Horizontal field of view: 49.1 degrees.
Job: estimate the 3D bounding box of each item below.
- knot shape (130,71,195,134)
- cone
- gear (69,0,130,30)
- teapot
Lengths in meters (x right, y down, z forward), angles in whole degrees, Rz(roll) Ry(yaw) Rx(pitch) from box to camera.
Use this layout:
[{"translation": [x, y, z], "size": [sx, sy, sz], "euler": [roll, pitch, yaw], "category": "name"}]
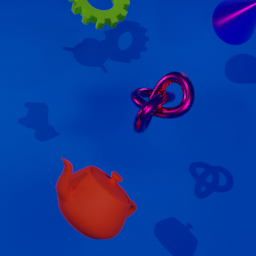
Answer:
[{"translation": [0.544, -0.449, 4.462], "size": [1.078, 0.532, 1.152], "euler": [-23, 30, 30], "category": "knot shape"}, {"translation": [2.942, -2.861, 6.896], "size": [1.252, 1.256, 1.252], "euler": [0, 88, -10], "category": "cone"}, {"translation": [-0.822, -3.705, 8.128], "size": [1.712, 0.317, 1.712], "euler": [5, 74, -17], "category": "gear"}, {"translation": [-0.460, 0.977, 4.032], "size": [0.867, 1.770, 1.100], "euler": [-49, 42, 3], "category": "teapot"}]
